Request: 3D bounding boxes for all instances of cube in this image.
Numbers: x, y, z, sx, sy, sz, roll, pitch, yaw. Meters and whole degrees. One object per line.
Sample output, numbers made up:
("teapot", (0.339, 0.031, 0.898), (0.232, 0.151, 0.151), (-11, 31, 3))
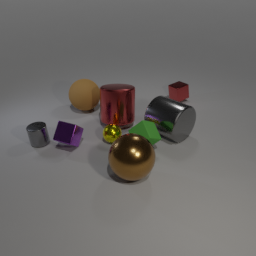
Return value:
("cube", (-2.077, 0.212, 9.803), (0.700, 0.700, 0.700), (13, -8, 16))
("cube", (2.436, -1.759, 13.454), (0.700, 0.700, 0.700), (-24, 32, -22))
("cube", (0.576, 0.236, 9.556), (0.700, 0.700, 0.700), (9, 52, -51))

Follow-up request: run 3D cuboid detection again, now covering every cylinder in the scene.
("cylinder", (1.572, -0.354, 10.461), (1.400, 1.400, 1.400), (-25, 38, -38))
("cylinder", (-0.417, -0.967, 11.236), (1.400, 1.400, 1.400), (0, 20, 0))
("cylinder", (-3.235, 0.230, 10.101), (0.700, 0.700, 0.700), (-4, 30, 2))

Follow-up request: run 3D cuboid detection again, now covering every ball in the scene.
("ball", (-0.574, 0.195, 10.207), (0.700, 0.700, 0.700), (0, 29, 0))
("ball", (0.114, 0.855, 8.290), (1.400, 1.400, 1.400), (0, 29, 0))
("ball", (-1.916, -1.472, 12.399), (1.400, 1.400, 1.400), (0, 29, 0))
